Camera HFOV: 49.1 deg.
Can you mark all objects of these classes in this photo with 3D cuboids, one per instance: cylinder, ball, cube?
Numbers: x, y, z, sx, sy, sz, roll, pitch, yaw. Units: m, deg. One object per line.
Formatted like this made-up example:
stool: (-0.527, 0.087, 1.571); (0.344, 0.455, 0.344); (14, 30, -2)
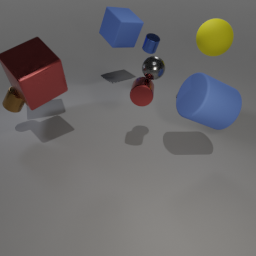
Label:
cylinder: (0.437, -1.111, 8.516); (0.700, 0.700, 0.700); (4, 31, 6)
cylinder: (-4.114, -1.038, 10.218); (0.700, 0.700, 0.700); (29, 29, -18)
ball: (0.766, -1.796, 8.397); (0.700, 0.700, 0.700); (0, 31, 0)
cube: (-2.941, -1.711, 8.832); (1.400, 1.400, 1.400); (-34, 64, -21)
cylinder: (2.433, -0.793, 8.518); (1.400, 1.400, 1.400); (18, 23, -27)
ball: (3.372, -3.517, 10.921); (1.400, 1.400, 1.400); (0, 31, 0)
cube: (-0.349, -4.934, 13.772); (1.400, 1.400, 1.400); (-14, 54, -37)
cylinder: (1.103, -4.033, 13.379); (0.700, 0.700, 0.700); (9, 49, -11)
